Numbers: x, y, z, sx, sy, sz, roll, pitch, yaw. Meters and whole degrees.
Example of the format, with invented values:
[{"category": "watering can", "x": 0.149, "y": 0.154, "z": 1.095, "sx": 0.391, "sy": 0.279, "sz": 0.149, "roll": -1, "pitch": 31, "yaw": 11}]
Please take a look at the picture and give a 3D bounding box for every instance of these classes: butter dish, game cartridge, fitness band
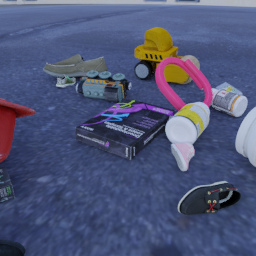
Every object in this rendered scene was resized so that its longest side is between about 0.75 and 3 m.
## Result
[{"category": "butter dish", "x": -3.927, "y": 0.405, "z": 5.957, "sx": 2.961, "sy": 2.189, "sz": 2.953, "roll": -7, "pitch": -10, "yaw": 17}, {"category": "game cartridge", "x": 3.737, "y": -1.355, "z": 10.472, "sx": 0.593, "sy": 0.180, "sz": 0.889, "roll": -31, "pitch": 50, "yaw": -15}, {"category": "fitness band", "x": 1.894, "y": -1.441, "z": 9.493, "sx": 1.593, "sy": 2.217, "sz": 0.415, "roll": -44, "pitch": 3, "yaw": -24}]

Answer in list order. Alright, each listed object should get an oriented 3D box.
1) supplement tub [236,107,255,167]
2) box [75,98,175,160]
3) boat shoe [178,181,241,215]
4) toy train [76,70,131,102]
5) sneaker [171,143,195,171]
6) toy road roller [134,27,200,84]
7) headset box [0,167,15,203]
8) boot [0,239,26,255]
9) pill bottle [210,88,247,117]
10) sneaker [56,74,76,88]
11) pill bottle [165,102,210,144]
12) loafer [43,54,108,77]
[{"category": "supplement tub", "x": 3.756, "y": 0.456, "z": 6.287, "sx": 1.573, "sy": 1.573, "sz": 2.169, "roll": -20, "pitch": 35, "yaw": -32}, {"category": "box", "x": -0.003, "y": -0.108, "z": 8.455, "sx": 1.911, "sy": 0.482, "sz": 2.673, "roll": 17, "pitch": 34, "yaw": 28}, {"category": "boat shoe", "x": 1.649, "y": 1.438, "z": 5.610, "sx": 1.416, "sy": 0.518, "sz": 0.444, "roll": -10, "pitch": 22, "yaw": -26}, {"category": "toy train", "x": -0.966, "y": -1.601, "z": 10.839, "sx": 2.116, "sy": 0.902, "sz": 1.206, "roll": 9, "pitch": 40, "yaw": 16}, {"category": "sneaker", "x": 1.481, "y": 0.679, "z": 7.101, "sx": 0.560, "sy": 0.403, "sz": 1.071, "roll": -8, "pitch": 25, "yaw": -3}, {"category": "toy road roller", "x": 1.693, "y": -3.271, "z": 12.465, "sx": 2.909, "sy": 2.123, "sz": 1.787, "roll": 13, "pitch": 31, "yaw": 22}, {"category": "headset box", "x": -2.917, "y": 1.276, "z": 6.031, "sx": 0.861, "sy": 0.399, "sz": 0.749, "roll": -16, "pitch": 32, "yaw": -27}, {"category": "boot", "x": -2.297, "y": 2.226, "z": 4.281, "sx": 1.178, "sy": 0.436, "sz": 0.965, "roll": -4, "pitch": 26, "yaw": 9}, {"category": "pill bottle", "x": 3.360, "y": -0.913, "z": 9.658, "sx": 0.740, "sy": 0.740, "sz": 1.272, "roll": -20, "pitch": 34, "yaw": -32}, {"category": "sneaker", "x": -2.627, "y": -2.070, "z": 11.993, "sx": 0.421, "sy": 0.485, "sz": 1.094, "roll": 17, "pitch": 31, "yaw": 26}, {"category": "pill bottle", "x": 1.810, "y": -0.180, "z": 8.144, "sx": 0.913, "sy": 0.913, "sz": 1.630, "roll": 16, "pitch": 32, "yaw": 27}, {"category": "loafer", "x": -2.336, "y": -2.832, "z": 12.661, "sx": 2.910, "sy": 1.014, "sz": 1.094, "roll": -1, "pitch": 15, "yaw": -7}]
